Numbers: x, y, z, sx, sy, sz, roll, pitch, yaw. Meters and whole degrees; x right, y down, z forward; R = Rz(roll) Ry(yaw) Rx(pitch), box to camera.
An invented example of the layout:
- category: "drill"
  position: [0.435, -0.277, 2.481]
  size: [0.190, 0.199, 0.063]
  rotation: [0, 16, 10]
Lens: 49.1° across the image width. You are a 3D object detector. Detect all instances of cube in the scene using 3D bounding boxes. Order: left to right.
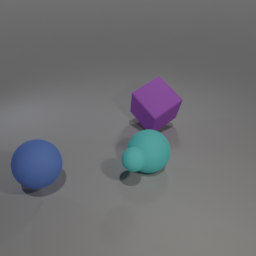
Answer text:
- category: "cube"
  position: [1.070, -0.878, 11.091]
  size: [1.400, 1.400, 1.400]
  rotation: [-34, 69, -17]

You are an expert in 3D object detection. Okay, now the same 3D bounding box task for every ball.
- category: "ball"
  position: [-2.585, 1.019, 7.980]
  size: [1.400, 1.400, 1.400]
  rotation: [0, 30, 0]
- category: "ball"
  position: [0.164, 0.886, 7.922]
  size: [0.700, 0.700, 0.700]
  rotation: [0, 30, 0]
- category: "ball"
  position: [0.669, 0.749, 9.063]
  size: [1.400, 1.400, 1.400]
  rotation: [0, 30, 0]
